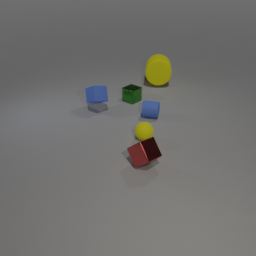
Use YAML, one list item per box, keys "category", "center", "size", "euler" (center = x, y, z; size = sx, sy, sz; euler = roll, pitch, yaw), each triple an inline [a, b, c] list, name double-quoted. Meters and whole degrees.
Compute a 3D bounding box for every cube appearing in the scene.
- category: "cube"
  center: [-1.390, -1.482, 12.443]
  size: [0.700, 0.700, 0.700]
  euler: [-7, 1, -43]
- category: "cube"
  center: [0.196, -1.663, 13.705]
  size: [0.700, 0.700, 0.700]
  euler: [23, 37, 34]
- category: "cube"
  center: [0.534, 0.786, 9.090]
  size: [0.700, 0.700, 0.700]
  euler: [-18, -8, -44]

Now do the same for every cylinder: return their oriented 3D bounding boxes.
- category: "cylinder"
  center: [1.681, -3.232, 15.493]
  size: [1.400, 1.400, 1.400]
  euler: [3, 28, 5]
- category: "cylinder"
  center: [0.994, -0.818, 12.189]
  size: [0.700, 0.700, 0.700]
  euler: [6, 31, 11]

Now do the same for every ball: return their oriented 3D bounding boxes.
- category: "ball"
  center: [0.611, 0.125, 10.559]
  size: [0.700, 0.700, 0.700]
  euler: [0, 30, 0]
